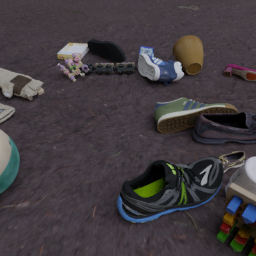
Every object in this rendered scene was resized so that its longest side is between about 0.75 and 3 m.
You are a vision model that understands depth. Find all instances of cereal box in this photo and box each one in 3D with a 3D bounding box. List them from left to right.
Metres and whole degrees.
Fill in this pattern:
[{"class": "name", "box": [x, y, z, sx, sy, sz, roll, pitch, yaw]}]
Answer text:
[{"class": "cereal box", "box": [-2.737, -3.906, 14.272, 1.177, 0.323, 1.635, 7, 37, 10]}]

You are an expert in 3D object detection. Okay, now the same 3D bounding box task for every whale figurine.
[{"class": "whale figurine", "box": [-3.933, 1.172, 6.756, 2.793, 1.449, 2.222, -32, 51, -3]}]

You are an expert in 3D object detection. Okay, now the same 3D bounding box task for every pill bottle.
[{"class": "pill bottle", "box": [2.734, 1.248, 6.378, 0.714, 1.249, 0.714, 4, 54, -6]}]

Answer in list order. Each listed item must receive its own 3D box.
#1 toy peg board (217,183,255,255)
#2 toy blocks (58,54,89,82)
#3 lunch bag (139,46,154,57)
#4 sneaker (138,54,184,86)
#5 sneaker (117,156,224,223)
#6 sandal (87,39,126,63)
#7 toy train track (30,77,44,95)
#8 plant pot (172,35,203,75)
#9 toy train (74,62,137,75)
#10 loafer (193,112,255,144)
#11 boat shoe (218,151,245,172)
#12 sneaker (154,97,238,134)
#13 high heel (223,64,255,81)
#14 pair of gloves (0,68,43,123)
[{"class": "toy peg board", "box": [2.424, 2.011, 5.416, 1.422, 1.416, 0.695, 29, 60, 33]}, {"class": "toy blocks", "box": [-2.359, -2.627, 11.826, 0.952, 0.858, 1.019, -41, 47, -3]}, {"class": "lunch bag", "box": [0.885, -3.469, 13.308, 0.650, 0.764, 0.487, 10, 37, 12]}, {"class": "sneaker", "box": [1.478, -2.597, 12.163, 1.607, 0.884, 2.195, -3, 30, -20]}, {"class": "sneaker", "box": [1.102, 1.274, 6.489, 2.836, 1.175, 1.005, -15, 40, -19]}, {"class": "sandal", "box": [-0.981, -3.907, 13.713, 2.554, 0.960, 0.611, 29, 52, 34]}, {"class": "toy train track", "box": [-4.320, -1.886, 11.489, 2.308, 0.375, 1.324, 24, 43, 28]}, {"class": "plant pot", "box": [2.800, -3.122, 12.519, 1.385, 1.385, 1.487, -3, 51, -4]}, {"class": "toy train", "box": [-0.984, -2.671, 12.519, 2.775, 0.473, 0.636, -1, 24, 0]}, {"class": "loafer", "box": [3.388, -0.091, 8.610, 2.750, 0.866, 0.988, -5, 37, -7]}, {"class": "boat shoe", "box": [2.664, 0.928, 7.647, 1.232, 0.367, 0.442, -12, 38, -16]}, {"class": "sneaker", "box": [2.140, -0.616, 9.270, 2.688, 0.901, 1.207, -8, 42, -6]}, {"class": "high heel", "box": [5.037, -2.496, 12.117, 1.647, 0.555, 0.792, 18, 51, 28]}, {"class": "pair of gloves", "box": [-4.778, -1.228, 10.470, 2.420, 0.499, 2.847, 16, 45, 15]}]
